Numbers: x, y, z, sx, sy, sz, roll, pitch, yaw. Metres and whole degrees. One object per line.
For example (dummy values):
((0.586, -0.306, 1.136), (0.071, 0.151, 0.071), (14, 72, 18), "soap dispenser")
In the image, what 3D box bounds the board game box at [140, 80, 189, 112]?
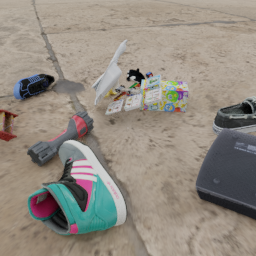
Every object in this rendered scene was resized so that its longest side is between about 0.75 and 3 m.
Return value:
((1.376, -1.254, 10.838), (1.768, 0.910, 0.927), (3, 32, 5), "board game box")

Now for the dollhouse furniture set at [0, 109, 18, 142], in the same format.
((-4.163, 0.066, 8.745), (1.493, 0.607, 0.803), (-20, 61, 28), "dollhouse furniture set")

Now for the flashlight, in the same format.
((-2.042, 0.267, 8.635), (0.770, 0.767, 2.266), (52, 50, 0), "flashlight")

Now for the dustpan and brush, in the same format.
((-0.621, -2.058, 10.178), (0.750, 1.829, 2.621), (40, 81, -4), "dustpan and brush")

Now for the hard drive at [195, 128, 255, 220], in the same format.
((3.044, 1.096, 7.381), (1.975, 0.620, 2.928), (16, 36, 24), "hard drive")

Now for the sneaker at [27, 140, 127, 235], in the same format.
((-1.493, 1.357, 6.522), (1.761, 1.220, 2.917), (-10, 34, -33), "sneaker")

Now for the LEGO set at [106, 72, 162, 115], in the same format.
((0.359, -1.254, 10.494), (1.998, 0.657, 2.675), (-15, 30, 17), "LEGO set")

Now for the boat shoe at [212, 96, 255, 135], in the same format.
((4.231, -0.553, 9.627), (2.954, 1.009, 1.091), (-10, 34, -15), "boat shoe")

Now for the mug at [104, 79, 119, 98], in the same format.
((-0.942, -1.817, 11.906), (0.824, 0.804, 1.004), (5, 25, 22), "mug")

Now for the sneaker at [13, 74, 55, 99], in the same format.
((-3.931, -1.823, 11.882), (0.842, 0.758, 2.162), (1, 30, 17), "sneaker")

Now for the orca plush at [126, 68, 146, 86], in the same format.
((0.388, -2.465, 13.043), (0.891, 0.602, 1.693), (-5, 33, -8), "orca plush")
